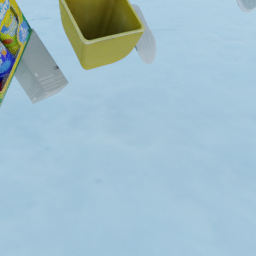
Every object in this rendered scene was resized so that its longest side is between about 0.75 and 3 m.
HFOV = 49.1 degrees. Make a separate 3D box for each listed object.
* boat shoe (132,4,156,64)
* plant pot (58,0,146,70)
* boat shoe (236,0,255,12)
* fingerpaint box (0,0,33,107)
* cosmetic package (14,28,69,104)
[{"bbox_3d":[0.291,-2.692,8.076,0.641,1.778,0.630,-40,37,-23],"label":"boat shoe"},{"bbox_3d":[-0.820,-2.482,7.440,1.664,1.702,1.653,-20,73,-23],"label":"plant pot"},{"bbox_3d":[2.480,-3.064,5.961,0.519,0.471,1.410,1,82,0],"label":"boat shoe"},{"bbox_3d":[-2.810,-1.532,5.389,0.796,1.810,2.170,17,78,2],"label":"fingerpaint box"},{"bbox_3d":[-2.406,-1.576,7.107,0.765,1.696,0.906,-25,11,42],"label":"cosmetic package"}]
